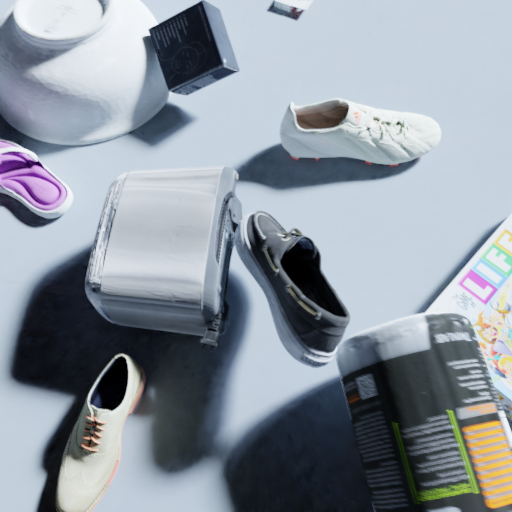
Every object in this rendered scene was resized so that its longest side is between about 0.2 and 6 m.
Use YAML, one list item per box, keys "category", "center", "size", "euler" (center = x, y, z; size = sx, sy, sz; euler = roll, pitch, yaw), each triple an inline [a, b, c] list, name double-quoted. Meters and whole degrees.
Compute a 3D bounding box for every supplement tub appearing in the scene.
- category: "supplement tub"
  center: [2.203, 2.366, 6.945]
  size: [1.850, 1.850, 3.019]
  euler: [-9, 68, -5]

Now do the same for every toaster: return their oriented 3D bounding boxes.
- category: "toaster"
  center: [-1.299, 0.007, 8.436]
  size: [1.915, 1.685, 2.965]
  euler: [3, 64, 6]

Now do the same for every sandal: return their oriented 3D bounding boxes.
- category: "sandal"
  center: [-4.237, -1.519, 9.799]
  size: [2.431, 0.597, 0.989]
  euler: [27, 68, 12]

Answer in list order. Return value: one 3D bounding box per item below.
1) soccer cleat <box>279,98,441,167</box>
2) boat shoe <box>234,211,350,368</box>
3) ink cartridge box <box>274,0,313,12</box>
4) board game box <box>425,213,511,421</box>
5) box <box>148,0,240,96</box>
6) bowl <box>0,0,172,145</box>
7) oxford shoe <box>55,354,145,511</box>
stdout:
- category: "soccer cleat"
  center: [1.883, -2.230, 9.908]
  size: [2.927, 1.135, 1.014]
  euler: [-1, 62, -1]
- category: "boat shoe"
  center: [0.497, 0.149, 7.678]
  size: [1.007, 0.954, 2.881]
  euler: [15, 34, -27]
- category: "ink cartridge box"
  center: [0.921, -5.685, 12.298]
  size: [0.763, 0.191, 0.879]
  euler: [24, 64, 11]
- category: "board game box"
  center: [4.169, 0.765, 8.624]
  size: [2.134, 0.543, 3.174]
  euler: [39, 69, 20]
- category: "box"
  center: [-1.132, -3.762, 10.242]
  size: [1.208, 0.762, 1.229]
  euler: [-17, 93, 24]
- category: "bowl"
  center: [-3.413, -4.047, 10.599]
  size: [3.700, 1.663, 3.700]
  euler: [0, 61, 0]
- category: "oxford shoe"
  center: [-2.203, 2.379, 7.609]
  size: [0.790, 0.824, 2.232]
  euler: [11, 62, 6]
